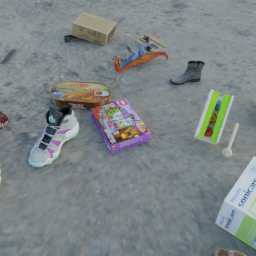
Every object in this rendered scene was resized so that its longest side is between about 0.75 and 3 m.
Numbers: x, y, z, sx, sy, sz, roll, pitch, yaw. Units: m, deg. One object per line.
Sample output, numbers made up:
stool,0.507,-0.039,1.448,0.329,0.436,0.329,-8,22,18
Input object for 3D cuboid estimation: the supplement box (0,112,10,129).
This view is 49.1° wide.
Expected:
supplement box,-4.368,-0.320,8.854,1.125,0.342,0.612,26,48,27

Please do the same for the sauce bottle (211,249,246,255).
sauce bottle,1.635,3.337,4.487,0.840,0.840,2.595,11,44,11

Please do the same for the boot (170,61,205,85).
boot,2.190,-2.108,10.451,1.283,0.844,0.448,-12,45,-13

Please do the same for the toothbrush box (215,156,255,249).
toothbrush box,3.333,1.891,5.954,2.266,0.975,1.650,29,49,30

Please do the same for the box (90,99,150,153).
box,-0.280,-0.131,8.626,1.257,0.359,1.837,-17,45,-18

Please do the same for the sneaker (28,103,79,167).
sneaker,-2.127,0.024,7.706,0.763,1.373,1.963,16,45,17

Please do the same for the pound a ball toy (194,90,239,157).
pound a ball toy,2.592,-0.111,7.982,1.084,0.706,1.663,18,87,10

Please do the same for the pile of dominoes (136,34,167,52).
pile of dominoes,1.109,-3.876,12.980,1.044,0.213,1.339,-32,59,-31

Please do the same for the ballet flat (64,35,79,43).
ballet flat,-2.507,-4.308,13.359,1.173,0.333,0.390,-19,28,-28

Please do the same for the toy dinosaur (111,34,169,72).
toy dinosaur,0.343,-2.865,11.281,2.163,1.136,1.963,26,66,10

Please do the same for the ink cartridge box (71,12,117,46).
ink cartridge box,-1.588,-4.699,13.234,1.739,0.653,1.433,19,44,4

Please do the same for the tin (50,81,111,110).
tin,-1.623,-1.144,9.734,2.104,0.440,1.178,5,47,5
